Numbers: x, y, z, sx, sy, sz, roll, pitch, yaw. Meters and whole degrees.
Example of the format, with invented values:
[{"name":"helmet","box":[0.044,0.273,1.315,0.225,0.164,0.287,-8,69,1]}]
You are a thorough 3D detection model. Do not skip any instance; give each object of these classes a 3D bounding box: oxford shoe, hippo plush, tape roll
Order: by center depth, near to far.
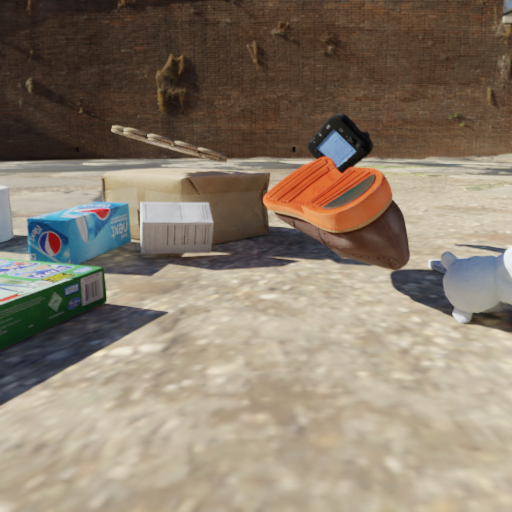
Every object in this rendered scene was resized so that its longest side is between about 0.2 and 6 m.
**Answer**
[{"name":"hippo plush","box":[2.971,0.428,6.486,1.405,1.392,1.748,-25,-14,38]},{"name":"oxford shoe","box":[1.065,-0.592,8.318,1.255,1.279,3.525,-37,20,-2]},{"name":"tape roll","box":[-6.069,-0.881,11.833,1.635,1.122,1.635,-1,13,0]}]

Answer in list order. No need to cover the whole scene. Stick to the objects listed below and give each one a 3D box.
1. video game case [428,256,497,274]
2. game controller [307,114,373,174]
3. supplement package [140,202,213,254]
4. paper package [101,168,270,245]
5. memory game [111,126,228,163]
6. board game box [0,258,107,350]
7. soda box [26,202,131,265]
[{"name":"video game case","box":[3.737,0.234,9.011,1.417,0.168,1.289,-2,13,-14]},{"name":"game controller","box":[1.623,-2.169,11.126,1.004,0.405,1.924,35,-14,-5]},{"name":"supplement package","box":[-1.453,-0.505,10.155,1.259,0.689,0.716,0,37,-12]},{"name":"paper package","box":[-1.499,-1.182,12.438,2.807,1.452,2.675,10,16,42]},{"name":"memory game","box":[-1.787,-2.321,11.653,2.503,0.159,2.503,15,7,-2]},{"name":"board game box","box":[-3.807,0.666,6.188,2.479,0.536,3.684,5,14,21]},{"name":"soda box","box":[-3.239,-0.462,10.556,0.798,0.844,2.488,2,12,11]}]
